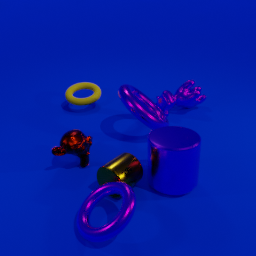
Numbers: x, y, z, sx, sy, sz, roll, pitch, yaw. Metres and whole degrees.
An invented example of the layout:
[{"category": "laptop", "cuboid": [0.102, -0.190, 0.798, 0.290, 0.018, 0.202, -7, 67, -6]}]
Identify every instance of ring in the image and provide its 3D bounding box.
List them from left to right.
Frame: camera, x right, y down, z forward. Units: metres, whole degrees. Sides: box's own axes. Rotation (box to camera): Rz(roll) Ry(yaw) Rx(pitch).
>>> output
[{"category": "ring", "cuboid": [-1.605, -1.234, 10.048, 1.286, 0.257, 1.286, -1, 41, 1]}, {"category": "ring", "cuboid": [-0.415, 1.526, 5.239, 1.262, 0.252, 1.262, -24, 32, 16]}, {"category": "ring", "cuboid": [0.481, -0.601, 8.374, 1.915, 0.383, 1.915, 38, 18, -14]}]

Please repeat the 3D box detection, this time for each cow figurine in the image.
[{"category": "cow figurine", "cuboid": [1.789, -0.974, 9.729, 1.571, 1.546, 0.862, 16, 45, -57]}]

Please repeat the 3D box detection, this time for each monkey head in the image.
[{"category": "monkey head", "cuboid": [-1.302, 0.501, 6.984, 0.755, 0.901, 1.252, 9, 23, 21]}]

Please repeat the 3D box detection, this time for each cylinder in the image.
[{"category": "cylinder", "cuboid": [-0.173, 1.023, 6.154, 0.754, 0.754, 0.754, 20, 33, 32]}, {"category": "cylinder", "cuboid": [1.015, 0.698, 6.277, 1.151, 1.151, 1.151, -2, 25, 1]}]
